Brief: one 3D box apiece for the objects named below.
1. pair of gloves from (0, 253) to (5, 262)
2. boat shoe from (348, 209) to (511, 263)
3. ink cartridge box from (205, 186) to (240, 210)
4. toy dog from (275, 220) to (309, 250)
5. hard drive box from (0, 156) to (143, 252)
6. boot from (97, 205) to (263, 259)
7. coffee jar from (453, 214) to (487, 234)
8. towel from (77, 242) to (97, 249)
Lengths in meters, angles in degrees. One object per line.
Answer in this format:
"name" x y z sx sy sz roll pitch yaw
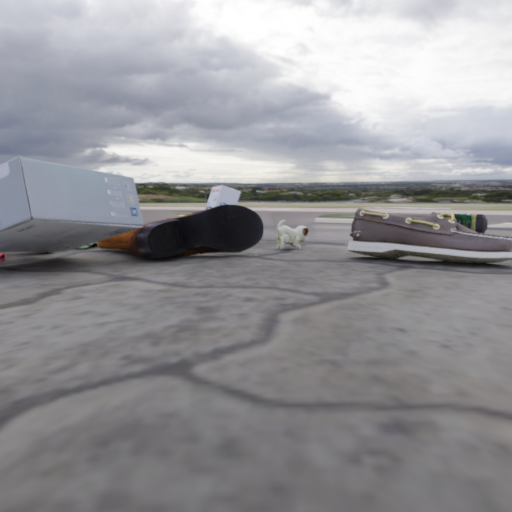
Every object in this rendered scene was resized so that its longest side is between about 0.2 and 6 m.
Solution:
"pair of gloves" -4.282 0.019 7.294 1.577 0.223 1.961 2 7 -1
"boat shoe" 2.408 -0.288 7.805 2.272 0.676 0.816 5 -6 30
"ink cartridge box" -0.756 -0.866 11.311 0.440 1.025 0.751 18 -3 -20
"toy dog" 0.630 -0.357 9.618 0.551 0.534 0.385 -7 -5 -12
"hard drive box" -2.734 -0.571 7.312 1.547 0.762 1.985 -15 -6 25
"boot" -1.244 -0.316 9.075 2.096 0.762 2.226 -19 11 -30
"coffee jar" 4.724 -0.734 12.919 1.131 0.483 0.590 3 4 29
"towel" -3.295 -0.336 10.669 1.573 0.241 2.062 2 8 18
